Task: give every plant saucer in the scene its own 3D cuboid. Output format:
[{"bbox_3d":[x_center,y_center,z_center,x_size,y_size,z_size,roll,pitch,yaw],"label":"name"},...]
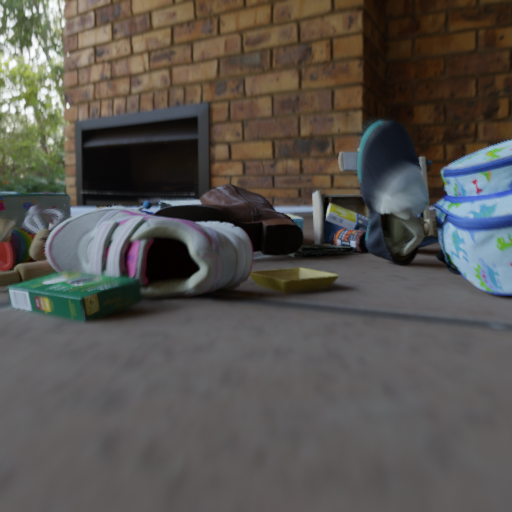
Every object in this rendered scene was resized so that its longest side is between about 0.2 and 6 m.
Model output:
[{"bbox_3d":[0.412,0.288,6.378,0.775,0.188,0.775,-4,8,-31],"label":"plant saucer"}]

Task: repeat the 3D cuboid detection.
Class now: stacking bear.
[{"bbox_3d":[-3.567,-0.103,8.300,0.674,0.631,1.110,1,1,11],"label":"stacking bear"}]

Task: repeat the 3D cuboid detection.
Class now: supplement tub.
[{"bbox_3d":[1.753,-0.278,10.469,0.429,0.429,0.802,-5,8,-38],"label":"supplement tub"}]

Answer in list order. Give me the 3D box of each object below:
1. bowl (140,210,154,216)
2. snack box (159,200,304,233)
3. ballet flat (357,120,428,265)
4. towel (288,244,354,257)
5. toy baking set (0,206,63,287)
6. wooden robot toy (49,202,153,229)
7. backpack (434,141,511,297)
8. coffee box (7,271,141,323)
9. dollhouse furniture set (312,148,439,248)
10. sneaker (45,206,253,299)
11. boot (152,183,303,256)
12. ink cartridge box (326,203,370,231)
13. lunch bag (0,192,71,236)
[{"bbox_3d":[-2.560,-0.768,13.718,1.576,0.309,1.576,15,13,-4],"label":"bowl"},{"bbox_3d":[-0.686,-0.797,12.808,1.974,0.630,3.398,-4,14,-31],"label":"snack box"},{"bbox_3d":[1.976,-0.710,7.726,0.959,0.959,2.626,2,-34,14],"label":"ballet flat"},{"bbox_3d":[0.965,-0.099,10.165,1.169,0.210,1.214,0,3,-29],"label":"towel"},{"bbox_3d":[-2.855,-0.195,7.171,2.412,0.281,1.851,-7,35,-46],"label":"toy baking set"},{"bbox_3d":[-2.492,-0.429,9.176,1.965,0.866,0.892,-18,28,-36],"label":"wooden robot toy"},{"bbox_3d":[3.080,-0.497,6.305,2.028,1.629,2.216,-15,12,12],"label":"backpack"},{"bbox_3d":[-1.697,0.361,5.209,1.119,0.246,0.688,3,14,34],"label":"coffee box"},{"bbox_3d":[2.182,-1.253,10.591,1.612,2.333,2.471,-1,-5,-11],"label":"dollhouse furniture set"},{"bbox_3d":[-1.278,-0.059,6.003,2.358,0.959,1.040,1,4,14],"label":"sneaker"},{"bbox_3d":[-0.746,-0.771,9.888,2.581,0.889,2.769,8,19,-20],"label":"boot"},{"bbox_3d":[1.820,-0.749,10.950,0.893,0.212,0.904,21,27,1],"label":"ink cartridge box"},{"bbox_3d":[-5.547,-0.845,12.330,2.977,1.148,2.388,6,6,41],"label":"lunch bag"}]
